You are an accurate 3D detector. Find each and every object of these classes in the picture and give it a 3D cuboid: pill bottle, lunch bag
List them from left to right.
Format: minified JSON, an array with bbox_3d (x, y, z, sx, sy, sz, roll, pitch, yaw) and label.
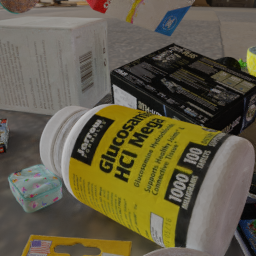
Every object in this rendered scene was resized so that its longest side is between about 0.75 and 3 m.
[{"bbox_3d":[-1.572,0.978,4.798,0.735,0.353,0.916,-20,34,-34],"label":"lunch bag"},{"bbox_3d":[0.123,0.570,4.126,2.923,1.643,1.643,17,32,32],"label":"pill bottle"}]

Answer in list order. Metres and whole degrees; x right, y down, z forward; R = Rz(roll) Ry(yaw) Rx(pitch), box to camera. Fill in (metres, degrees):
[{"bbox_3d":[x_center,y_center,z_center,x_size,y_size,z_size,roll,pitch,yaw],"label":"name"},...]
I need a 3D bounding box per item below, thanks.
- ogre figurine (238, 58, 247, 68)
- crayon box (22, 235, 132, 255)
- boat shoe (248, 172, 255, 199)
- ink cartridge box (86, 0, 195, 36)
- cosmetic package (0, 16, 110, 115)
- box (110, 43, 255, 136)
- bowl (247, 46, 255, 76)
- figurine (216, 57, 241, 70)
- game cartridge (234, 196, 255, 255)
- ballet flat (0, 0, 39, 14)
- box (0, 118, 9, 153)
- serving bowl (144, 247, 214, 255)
[{"bbox_3d":[4.706,-2.652,11.684,0.916,0.450,0.549,26,17,16],"label":"ogre figurine"},{"bbox_3d":[-0.643,2.023,2.609,1.288,0.528,2.049,2,28,4],"label":"crayon box"},{"bbox_3d":[2.587,0.821,4.378,1.805,0.545,0.682,4,22,-5],"label":"boat shoe"},{"bbox_3d":[0.119,-2.376,4.360,2.174,1.263,0.731,1,48,-40],"label":"ink cartridge box"},{"bbox_3d":[-2.238,-1.896,8.131,2.802,2.345,2.331,8,29,14],"label":"cosmetic package"},{"bbox_3d":[1.245,-0.702,6.380,2.185,1.149,2.668,-31,49,-29],"label":"box"},{"bbox_3d":[4.773,-1.426,8.125,2.765,1.488,2.765,1,27,0],"label":"bowl"},{"bbox_3d":[1.965,-1.312,8.506,2.677,1.152,2.612,9,33,18],"label":"figurine"},{"bbox_3d":[2.106,1.506,3.866,1.158,0.343,1.787,2,27,-6],"label":"game cartridge"},{"bbox_3d":[-1.374,-2.555,4.173,0.696,0.705,2.071,-28,43,41],"label":"ballet flat"},{"bbox_3d":[-3.558,0.266,6.164,1.701,0.339,1.164,-8,29,-15],"label":"box"},{"bbox_3d":[0.623,2.022,2.069,2.113,0.695,2.113,22,28,-12],"label":"serving bowl"}]
